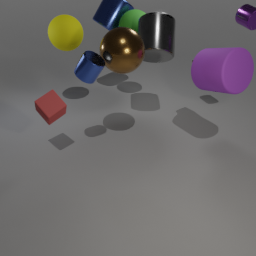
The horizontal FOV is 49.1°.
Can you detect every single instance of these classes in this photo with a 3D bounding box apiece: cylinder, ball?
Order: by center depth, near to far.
[{"bbox_3d":[-1.130,-1.791,8.263,0.700,0.700,0.700,25,37,-21],"label":"cylinder"},{"bbox_3d":[-0.174,-2.379,8.638,1.400,1.400,1.400,0,32,0],"label":"ball"},{"bbox_3d":[3.013,-1.856,9.030,1.400,1.400,1.400,-17,21,-25],"label":"cylinder"},{"bbox_3d":[4.279,-3.897,9.843,0.700,0.700,0.700,-11,41,-18],"label":"cylinder"},{"bbox_3d":[1.041,-3.313,10.406,1.400,1.400,1.400,3,-6,0],"label":"cylinder"},{"bbox_3d":[-2.509,-3.831,11.314,1.400,1.400,1.400,0,32,0],"label":"ball"},{"bbox_3d":[0.299,-4.271,11.878,1.400,1.400,1.400,0,32,0],"label":"ball"},{"bbox_3d":[-0.656,-5.103,12.535,1.400,1.400,1.400,31,14,-9],"label":"cylinder"}]

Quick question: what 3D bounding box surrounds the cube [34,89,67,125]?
[{"bbox_3d":[-2.441,-0.648,8.864,0.700,0.700,0.700,-40,85,-23],"label":"cube"}]
